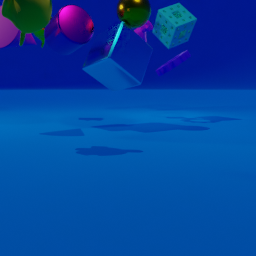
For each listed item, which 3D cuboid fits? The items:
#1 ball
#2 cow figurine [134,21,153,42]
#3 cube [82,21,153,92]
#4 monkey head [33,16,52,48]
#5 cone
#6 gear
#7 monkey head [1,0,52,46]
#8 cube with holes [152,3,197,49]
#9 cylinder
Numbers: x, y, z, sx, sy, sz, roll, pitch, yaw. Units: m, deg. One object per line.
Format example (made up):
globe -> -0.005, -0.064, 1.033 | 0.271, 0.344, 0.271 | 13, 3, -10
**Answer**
ball -> 0.169, -3.485, 8.277 | 1.022, 1.022, 1.022 | 0, 9, 0
cow figurine -> 0.441, -3.720, 10.877 | 1.076, 0.591, 1.059 | -22, -23, -1
cube -> -0.311, -2.132, 8.649 | 1.369, 1.369, 1.369 | 34, -25, -35
monkey head -> -3.156, -3.700, 10.490 | 0.916, 1.520, 1.094 | -17, 45, -9
cone -> -2.968, -2.557, 7.756 | 1.199, 1.199, 1.203 | 4, -6, 24
gear -> 1.643, -2.364, 10.232 | 1.334, 0.247, 1.334 | -33, 9, 6
monkey head -> -1.892, -2.316, 5.419 | 0.820, 1.361, 0.979 | 37, 15, -26
cube with holes -> 1.774, -3.945, 10.834 | 1.053, 1.053, 1.053 | -28, -23, -24
cylinder -> -1.796, -2.933, 8.482 | 1.155, 1.155, 1.155 | -6, -1, -36
